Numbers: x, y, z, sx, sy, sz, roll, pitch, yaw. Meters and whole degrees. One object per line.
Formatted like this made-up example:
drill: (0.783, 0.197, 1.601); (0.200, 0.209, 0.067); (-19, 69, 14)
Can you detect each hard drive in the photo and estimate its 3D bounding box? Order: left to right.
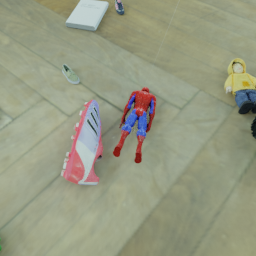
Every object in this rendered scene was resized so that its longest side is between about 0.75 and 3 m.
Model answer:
hard drive: (-1.634, -4.644, 11.435); (1.214, 0.246, 1.840); (11, 53, 8)

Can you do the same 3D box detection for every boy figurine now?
boy figurine: (3.616, -1.348, 8.705); (1.240, 0.642, 1.994); (-2, 55, 2)

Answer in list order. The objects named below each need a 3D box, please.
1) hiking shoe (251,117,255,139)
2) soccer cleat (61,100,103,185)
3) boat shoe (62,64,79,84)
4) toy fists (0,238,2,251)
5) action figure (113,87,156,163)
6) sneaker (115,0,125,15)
hiking shoe: (3.856, 0.471, 7.217); (0.902, 0.774, 2.081); (4, 53, 4)
soccer cleat: (-1.019, 0.335, 7.406); (0.961, 0.838, 2.513); (19, 51, -12)
boat shoe: (-1.924, -1.776, 9.236); (0.325, 0.280, 0.902); (-34, 60, -23)
toy fists: (-3.070, 2.778, 5.641); (0.772, 0.521, 1.515); (-1, 52, -1)
action figure: (0.263, -0.266, 7.865); (0.898, 0.709, 2.744); (14, 49, 4)
sneaker: (-0.368, -5.109, 11.698); (0.330, 0.386, 0.942); (-13, 54, -10)
